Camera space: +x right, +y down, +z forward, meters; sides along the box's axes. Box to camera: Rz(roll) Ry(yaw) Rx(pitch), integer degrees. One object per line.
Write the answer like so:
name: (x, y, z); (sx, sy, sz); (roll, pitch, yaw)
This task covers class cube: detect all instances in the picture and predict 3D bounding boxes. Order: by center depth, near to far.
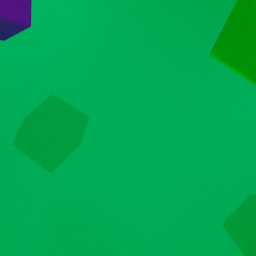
cube: (2.052, -1.164, 3.615); (1.170, 1.170, 1.170); (-4, 40, -36)
cube: (-2.751, -2.596, 5.436); (1.276, 1.276, 1.276); (-1, 88, 44)
